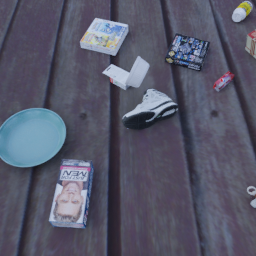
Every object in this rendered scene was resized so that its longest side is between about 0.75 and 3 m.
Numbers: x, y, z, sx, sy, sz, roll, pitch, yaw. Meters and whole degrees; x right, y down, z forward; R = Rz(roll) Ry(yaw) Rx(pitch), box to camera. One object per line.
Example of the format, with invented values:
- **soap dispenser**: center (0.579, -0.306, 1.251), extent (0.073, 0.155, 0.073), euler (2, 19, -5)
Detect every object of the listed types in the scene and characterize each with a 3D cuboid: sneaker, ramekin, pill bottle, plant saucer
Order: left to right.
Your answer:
- **plant saucer**: center (-2.929, 0.324, 8.609), extent (2.101, 0.378, 2.101), euler (0, 56, 1)
- **ramekin**: center (0.295, -1.671, 8.549), extent (0.442, 0.949, 0.949), euler (26, 58, -4)
- **sneaker**: center (0.551, -0.656, 9.172), extent (1.941, 0.732, 1.117), euler (-17, 49, -20)
- **pill bottle**: center (4.891, -4.984, 12.040), extent (0.546, 0.546, 0.972), euler (33, 62, 20)

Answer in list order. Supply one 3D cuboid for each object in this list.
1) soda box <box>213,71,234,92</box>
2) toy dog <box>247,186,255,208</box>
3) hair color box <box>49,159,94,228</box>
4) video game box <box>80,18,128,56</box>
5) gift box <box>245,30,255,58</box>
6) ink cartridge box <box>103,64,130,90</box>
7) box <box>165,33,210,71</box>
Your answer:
- **soda box**: center (3.411, -1.665, 9.983), extent (0.832, 0.291, 0.264), euler (-39, 64, -22)
- **toy dog**: center (3.715, 1.830, 7.661), extent (0.903, 0.435, 0.596), euler (-18, 65, 4)
- **hair color box**: center (-1.480, 1.739, 7.575), extent (0.873, 0.529, 1.747), euler (2, 56, 2)
- **video game box**: center (-0.930, -3.711, 11.302), extent (1.474, 0.379, 1.617), euler (14, 57, 12)
- **gift box**: center (5.143, -3.191, 10.591), extent (1.005, 0.938, 0.927), euler (-25, 57, 2)
- **ink cartridge box**: center (-0.339, -1.852, 10.127), extent (1.065, 0.268, 0.580), euler (31, 62, 20)
- **box**: center (2.302, -2.947, 10.801), extent (1.426, 0.357, 1.437), euler (17, 58, 12)
